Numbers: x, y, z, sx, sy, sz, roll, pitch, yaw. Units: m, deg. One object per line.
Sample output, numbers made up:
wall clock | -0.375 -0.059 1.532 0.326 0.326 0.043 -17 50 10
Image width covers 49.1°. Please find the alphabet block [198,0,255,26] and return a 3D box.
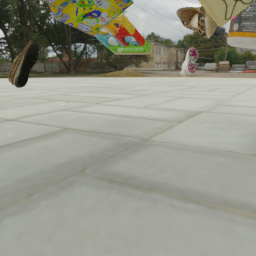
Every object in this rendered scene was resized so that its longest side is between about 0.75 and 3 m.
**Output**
alphabet block | 1.998 -3.209 6.032 1.197 1.203 1.225 -35 -43 23

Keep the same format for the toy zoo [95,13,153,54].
toy zoo | -0.394 -3.033 9.012 1.566 0.244 2.387 9 -10 32

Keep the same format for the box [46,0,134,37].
box | -0.980 -3.339 7.089 1.517 0.961 1.575 -31 -15 26

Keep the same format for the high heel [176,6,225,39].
high heel | 2.074 -3.664 9.060 1.871 0.937 2.625 34 16 19

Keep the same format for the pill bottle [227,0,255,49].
pill bottle | 3.723 -3.527 7.703 1.495 2.569 1.495 7 14 -2

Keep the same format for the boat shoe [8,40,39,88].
boat shoe | -2.058 -1.259 5.430 0.348 0.943 0.357 23 -3 21

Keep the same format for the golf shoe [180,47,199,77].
golf shoe | 2.328 -2.555 10.789 0.521 1.383 0.633 33 -35 -19
